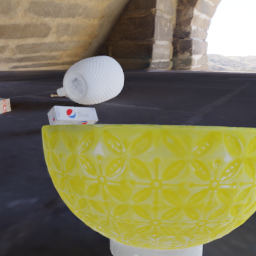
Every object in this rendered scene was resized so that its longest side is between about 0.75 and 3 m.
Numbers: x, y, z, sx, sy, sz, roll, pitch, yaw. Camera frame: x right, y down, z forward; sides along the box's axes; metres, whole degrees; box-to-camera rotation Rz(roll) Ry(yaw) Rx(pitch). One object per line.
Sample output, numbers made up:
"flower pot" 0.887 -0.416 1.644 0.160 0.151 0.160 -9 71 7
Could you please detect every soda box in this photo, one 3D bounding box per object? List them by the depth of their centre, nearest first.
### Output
"soda box" -1.454 -0.295 7.487 1.261 0.401 0.429 0 -26 -42

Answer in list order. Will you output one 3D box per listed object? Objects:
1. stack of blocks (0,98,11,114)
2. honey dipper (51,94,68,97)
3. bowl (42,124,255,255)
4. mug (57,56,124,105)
"stack of blocks" -5.178 -0.840 10.231 1.619 0.474 0.932 2 14 9
"honey dipper" -3.338 -1.616 13.945 1.115 0.212 0.212 0 14 12
"bowl" 0.283 0.596 2.725 2.195 1.181 2.195 1 -2 0
"mug" -1.800 -1.850 11.768 2.615 1.930 2.292 -14 11 29
